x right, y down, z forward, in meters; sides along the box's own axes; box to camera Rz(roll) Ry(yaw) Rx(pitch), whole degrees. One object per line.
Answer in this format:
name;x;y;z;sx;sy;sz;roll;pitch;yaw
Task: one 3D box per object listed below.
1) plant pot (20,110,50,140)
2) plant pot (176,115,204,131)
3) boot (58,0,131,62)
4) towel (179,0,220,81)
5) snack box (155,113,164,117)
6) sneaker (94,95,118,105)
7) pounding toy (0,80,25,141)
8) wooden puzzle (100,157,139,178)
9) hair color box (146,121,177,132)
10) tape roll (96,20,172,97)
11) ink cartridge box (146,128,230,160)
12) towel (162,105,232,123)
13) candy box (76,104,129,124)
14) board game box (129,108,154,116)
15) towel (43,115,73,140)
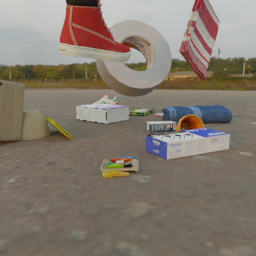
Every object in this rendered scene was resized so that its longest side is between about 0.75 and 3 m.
plant pot;-3.418;-0.152;9.723;1.338;0.898;1.338;0;11;0
plant pot;1.956;0.026;9.272;0.834;0.834;0.763;-2;-6;-11
boot;-0.701;-2.865;7.804;0.944;1.881;2.607;20;17;34
towel;2.462;-3.025;9.219;0.273;2.403;1.731;6;-19;40
snack box;2.014;-0.676;14.839;1.090;0.133;0.392;5;11;25
sneaker;-1.625;-1.531;17.187;2.126;0.994;0.748;-2;11;-14
pounding toy;-4.771;-0.448;8.753;2.322;2.138;1.651;6;1;23
wooden puzzle;-0.170;0.824;6.343;0.893;0.155;1.323;0;10;-3
hair color box;1.281;-0.060;10.795;1.090;0.330;0.545;-2;10;-13
tape roll;0.236;-2.705;10.936;2.848;2.848;0.941;-3;-12;-19
ink cartridge box;1.682;0.390;7.823;2.181;0.482;1.025;-5;12;-28
towel;3.165;-0.662;13.068;2.983;0.724;1.665;-1;11;-4
candy box;-1.216;-0.723;13.455;1.974;0.706;1.656;8;13;37
board game box;0.769;-0.914;15.987;1.025;0.229;1.956;2;10;19
towel;-2.466;-0.055;9.850;0.839;0.176;1.949;44;-12;-27
